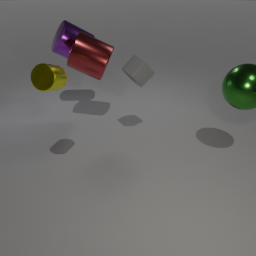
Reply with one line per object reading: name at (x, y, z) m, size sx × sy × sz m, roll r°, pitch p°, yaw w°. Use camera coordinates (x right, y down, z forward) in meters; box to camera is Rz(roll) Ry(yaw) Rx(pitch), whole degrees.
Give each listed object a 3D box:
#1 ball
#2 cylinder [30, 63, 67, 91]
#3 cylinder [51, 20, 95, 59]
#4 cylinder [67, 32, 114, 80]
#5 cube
ball at (3.581, -1.240, 8.492) m, size 1.400 × 1.400 × 1.400 m, roll 0°, pitch 28°, yaw 0°
cylinder at (-2.065, -1.319, 7.358) m, size 0.700 × 0.700 × 0.700 m, roll 7°, pitch 10°, yaw 13°
cylinder at (-2.343, -3.624, 11.951) m, size 1.400 × 1.400 × 1.400 m, roll 20°, pitch 18°, yaw -29°
cylinder at (-1.432, -2.740, 10.736) m, size 1.400 × 1.400 × 1.400 m, roll 23°, pitch 27°, yaw -9°
cube at (0.351, -1.971, 9.675) m, size 0.700 × 0.700 × 0.700 m, roll -47°, pitch 48°, yaw 4°
